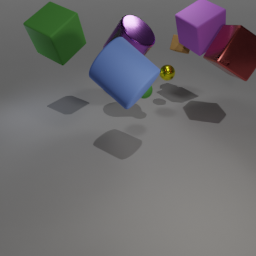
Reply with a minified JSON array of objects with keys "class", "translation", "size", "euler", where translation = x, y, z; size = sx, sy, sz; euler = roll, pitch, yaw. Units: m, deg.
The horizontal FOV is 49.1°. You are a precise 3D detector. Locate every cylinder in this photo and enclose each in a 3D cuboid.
[{"class":"cylinder","translation":[-0.094,-1.466,7.583],"size":[1.400,1.400,1.400],"euler":[42,39,3]},{"class":"cylinder","translation":[0.025,-3.015,10.039],"size":[1.400,1.400,1.400],"euler":[19,52,-26]}]

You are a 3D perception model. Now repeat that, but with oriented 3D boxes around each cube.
[{"class":"cube","translation":[-2.609,-3.437,10.221],"size":[1.400,1.400,1.400],"euler":[30,67,22]},{"class":"cube","translation":[3.864,-2.735,10.121],"size":[1.400,1.400,1.400],"euler":[27,16,-15]},{"class":"cube","translation":[2.512,-3.949,13.224],"size":[0.700,0.700,0.700],"euler":[24,17,36]},{"class":"cube","translation":[2.947,-4.086,11.349],"size":[1.400,1.400,1.400],"euler":[-34,51,-8]}]

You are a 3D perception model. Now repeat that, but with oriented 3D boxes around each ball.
[{"class":"ball","translation":[1.731,-2.436,12.345],"size":[0.700,0.700,0.700],"euler":[0,30,0]},{"class":"ball","translation":[0.649,-1.543,11.381],"size":[0.700,0.700,0.700],"euler":[0,30,0]}]
